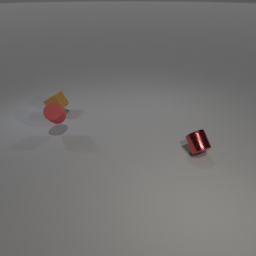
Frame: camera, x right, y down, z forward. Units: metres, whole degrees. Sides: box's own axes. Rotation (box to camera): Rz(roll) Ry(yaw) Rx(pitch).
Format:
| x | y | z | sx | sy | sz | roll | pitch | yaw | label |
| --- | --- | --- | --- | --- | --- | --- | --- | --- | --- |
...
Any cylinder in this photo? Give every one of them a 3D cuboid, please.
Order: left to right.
| x | y | z | sx | sy | sz | roll | pitch | yaw | label |
| --- | --- | --- | --- | --- | --- | --- | --- | --- | --- |
| -2.811 | -0.559 | 10.801 | 0.700 | 0.700 | 0.700 | 2 | -11 | 4 | cylinder |
| 2.464 | 0.498 | 9.817 | 0.700 | 0.700 | 0.700 | -13 | 74 | -23 | cylinder |

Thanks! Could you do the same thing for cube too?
| x | y | z | sx | sy | sz | roll | pitch | yaw | label |
| --- | --- | --- | --- | --- | --- | --- | --- | --- | --- |
| -3.241 | -1.165 | 12.682 | 0.700 | 0.700 | 0.700 | -24 | 18 | 23 | cube |
